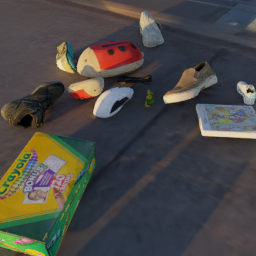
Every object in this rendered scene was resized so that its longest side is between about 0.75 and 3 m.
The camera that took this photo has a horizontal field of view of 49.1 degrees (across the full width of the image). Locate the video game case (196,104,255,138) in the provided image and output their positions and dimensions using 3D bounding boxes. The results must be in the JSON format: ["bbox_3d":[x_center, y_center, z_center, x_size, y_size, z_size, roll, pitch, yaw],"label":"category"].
[{"bbox_3d":[3.073,-0.252,8.540,1.794,0.205,1.633,3,34,4],"label":"video game case"}]

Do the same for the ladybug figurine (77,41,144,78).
[{"bbox_3d":[-0.633,-2.714,10.774,2.750,0.989,1.866,-19,37,-23],"label":"ladybug figurine"}]

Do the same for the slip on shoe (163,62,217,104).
[{"bbox_3d":[2.045,-1.533,9.281,2.735,0.829,1.040,-28,15,-37],"label":"slip on shoe"}]

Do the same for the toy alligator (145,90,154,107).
[{"bbox_3d":[0.764,-1.041,9.469,0.274,0.378,1.142,13,32,2],"label":"toy alligator"}]

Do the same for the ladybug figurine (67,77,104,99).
[{"bbox_3d":[-1.395,-1.296,9.329,1.063,0.563,1.566,-25,15,-39],"label":"ladybug figurine"}]

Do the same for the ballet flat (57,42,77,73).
[{"bbox_3d":[-2.520,-2.739,11.236,0.776,0.776,2.196,-8,43,-9],"label":"ballet flat"}]

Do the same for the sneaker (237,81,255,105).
[{"bbox_3d":[4.145,-1.319,9.725,0.452,0.477,1.181,-3,41,-1],"label":"sneaker"}]

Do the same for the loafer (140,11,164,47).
[{"bbox_3d":[1.090,-4.678,13.229,0.934,0.936,2.677,-2,50,-5],"label":"loafer"}]

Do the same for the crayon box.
[{"bbox_3d":[-1.937,1.372,6.426,1.641,0.805,2.763,9,42,10],"label":"crayon box"}]

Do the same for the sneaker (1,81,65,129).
[{"bbox_3d":[-2.704,-0.664,8.765,2.139,0.818,1.225,-35,54,-29],"label":"sneaker"}]

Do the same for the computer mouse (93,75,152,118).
[{"bbox_3d":[-0.287,-1.186,9.359,1.311,0.524,2.391,13,44,32],"label":"computer mouse"}]
